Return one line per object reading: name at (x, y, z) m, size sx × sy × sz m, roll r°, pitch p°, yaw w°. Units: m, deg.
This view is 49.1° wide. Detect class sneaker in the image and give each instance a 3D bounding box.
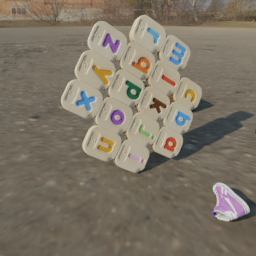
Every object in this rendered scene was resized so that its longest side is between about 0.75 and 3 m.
sneaker at (1.452, 1.154, 4.394) m, size 0.463 × 0.295 × 0.813 m, roll -26°, pitch 16°, yaw -6°

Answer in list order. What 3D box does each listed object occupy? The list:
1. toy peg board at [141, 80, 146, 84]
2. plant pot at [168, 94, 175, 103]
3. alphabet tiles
toy peg board at (-0.047, -1.595, 10.102) m, size 1.157 × 0.568 × 1.162 m, roll -8°, pitch 28°, yaw -40°
plant pot at (1.588, -0.998, 8.622) m, size 0.957 × 0.967 × 0.967 m, roll 30°, pitch 36°, yaw 30°
alphabet tiles at (0.210, -0.593, 5.263) m, size 2.660 × 2.720 × 0.198 m, roll 25°, pitch -5°, yaw -28°
